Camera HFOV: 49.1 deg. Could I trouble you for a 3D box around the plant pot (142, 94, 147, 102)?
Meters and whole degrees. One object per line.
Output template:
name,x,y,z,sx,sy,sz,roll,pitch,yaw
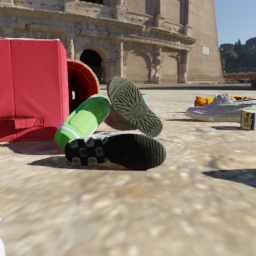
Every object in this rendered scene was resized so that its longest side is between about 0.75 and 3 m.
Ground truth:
plant pot,0.073,-0.896,11.359,1.403,0.945,1.403,0,10,0

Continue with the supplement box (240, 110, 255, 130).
supplement box,4.080,-0.254,8.743,0.813,0.546,0.812,-1,10,-3

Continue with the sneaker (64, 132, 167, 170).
sneaker,-0.167,0.317,5.002,1.769,0.655,0.783,3,12,15

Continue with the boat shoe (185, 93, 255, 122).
boat shoe,3.619,-0.791,10.422,2.929,1.043,1.022,1,10,8

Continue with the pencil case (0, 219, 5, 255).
pencil case,-1.138,0.958,1.341,0.578,0.589,1.378,19,9,-1

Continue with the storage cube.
storage cube,-2.937,-1.075,7.837,2.365,2.487,2.766,-1,10,-8

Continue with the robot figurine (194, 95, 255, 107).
robot figurine,4.558,-1.066,12.833,2.733,0.796,1.982,-2,11,-12

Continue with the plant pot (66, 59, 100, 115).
plant pot,-2.579,-1.385,11.234,2.290,2.290,2.227,-4,2,-25

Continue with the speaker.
speaker,-0.948,-0.140,6.113,0.633,0.633,1.432,6,41,32

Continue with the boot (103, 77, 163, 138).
boot,-0.222,-0.493,7.029,0.744,1.865,2.051,-43,26,-12
